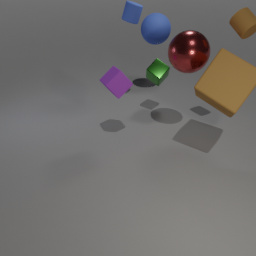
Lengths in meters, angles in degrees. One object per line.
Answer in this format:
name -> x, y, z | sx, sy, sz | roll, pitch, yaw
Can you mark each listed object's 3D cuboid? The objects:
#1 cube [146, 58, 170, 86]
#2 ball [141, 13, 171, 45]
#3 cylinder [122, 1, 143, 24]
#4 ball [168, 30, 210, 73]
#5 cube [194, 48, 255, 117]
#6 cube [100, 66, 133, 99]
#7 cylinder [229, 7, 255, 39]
cube -> 1.237, -2.319, 11.693 | 0.700, 0.700, 0.700 | 39, 78, 13
ball -> 1.299, -4.621, 13.077 | 1.400, 1.400, 1.400 | 0, 29, 0
cylinder -> 0.169, -4.615, 11.191 | 0.700, 0.700, 0.700 | 15, 29, -9
ball -> 2.042, -2.545, 9.405 | 1.400, 1.400, 1.400 | 0, 29, 0
cube -> 3.025, -1.320, 8.591 | 1.400, 1.400, 1.400 | 36, 7, 14
cube -> -0.401, -1.541, 9.428 | 0.700, 0.700, 0.700 | -45, 35, 2
cylinder -> 3.750, -3.352, 8.983 | 0.700, 0.700, 0.700 | -19, 70, -30
